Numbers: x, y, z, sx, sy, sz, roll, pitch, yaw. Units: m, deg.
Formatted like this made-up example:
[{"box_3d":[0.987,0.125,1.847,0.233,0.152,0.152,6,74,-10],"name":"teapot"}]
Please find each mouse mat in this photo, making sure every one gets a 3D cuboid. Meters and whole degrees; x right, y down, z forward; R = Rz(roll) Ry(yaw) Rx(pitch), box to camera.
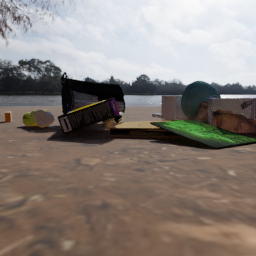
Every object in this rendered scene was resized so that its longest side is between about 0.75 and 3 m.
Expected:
[{"box_3d":[1.992,0.093,7.538,1.909,0.089,2.372,-4,16,-35],"name":"mouse mat"}]

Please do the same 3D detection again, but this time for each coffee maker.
[{"box_3d":[-1.594,-1.447,12.775,2.598,2.496,1.750,3,-21,-26],"name":"coffee maker"}]

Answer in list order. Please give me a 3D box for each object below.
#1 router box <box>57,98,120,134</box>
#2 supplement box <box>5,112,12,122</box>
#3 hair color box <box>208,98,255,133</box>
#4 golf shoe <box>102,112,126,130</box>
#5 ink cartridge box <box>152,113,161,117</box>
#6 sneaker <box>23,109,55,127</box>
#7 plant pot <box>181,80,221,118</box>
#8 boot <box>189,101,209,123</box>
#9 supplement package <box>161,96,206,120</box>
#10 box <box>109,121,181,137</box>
[{"box_3d":[-1.314,-0.470,9.649,1.839,0.630,2.465,-19,7,-5],"name":"router box"},{"box_3d":[-5.951,-0.559,13.910,0.282,0.484,0.768,-4,6,-20],"name":"supplement box"},{"box_3d":[3.749,-0.419,9.168,2.104,1.150,0.682,0,6,5],"name":"hair color box"},{"box_3d":[-0.348,-0.319,10.347,0.627,0.505,1.291,-26,6,36],"name":"golf shoe"},{"box_3d":[1.970,-0.819,17.870,0.553,0.217,1.168,-4,10,-33],"name":"ink cartridge box"},{"box_3d":[-3.402,-0.419,11.402,1.889,0.715,0.992,3,6,37],"name":"sneaker"},{"box_3d":[3.794,-1.253,13.711,1.979,1.979,1.333,-3,17,-26],"name":"plant pot"},{"box_3d":[3.441,-0.752,12.995,1.342,0.981,0.471,7,21,36],"name":"boot"},{"box_3d":[3.022,-1.083,14.993,2.213,1.294,1.298,-3,6,-26],"name":"supplement package"},{"box_3d":[0.746,-0.002,9.354,2.248,0.292,2.750,1,6,9],"name":"box"}]
